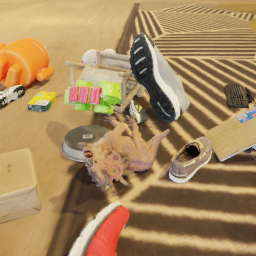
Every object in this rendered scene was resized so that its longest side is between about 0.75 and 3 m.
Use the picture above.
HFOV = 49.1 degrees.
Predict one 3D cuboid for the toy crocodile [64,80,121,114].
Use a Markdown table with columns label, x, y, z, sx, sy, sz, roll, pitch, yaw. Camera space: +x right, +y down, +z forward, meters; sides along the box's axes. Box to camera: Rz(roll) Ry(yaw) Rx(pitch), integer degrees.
| label | x | y | z | sx | sy | sz | roll | pitch | yaw |
| --- | --- | --- | --- | --- | --- | --- | --- | --- | --- |
| toy crocodile | -1.074 | -0.895 | 7.758 | 0.800 | 0.874 | 2.590 | 5 | 2 | -44 |

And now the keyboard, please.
| label | x | y | z | sx | sy | sz | roll | pitch | yaw |
| --- | --- | --- | --- | --- | --- | --- | --- | --- | --- |
| keyboard | 4.243 | -1.334 | 10.608 | 0.978 | 0.372 | 1.879 | 6 | 34 | 9 |

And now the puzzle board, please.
| label | x | y | z | sx | sy | sz | roll | pitch | yaw |
| --- | --- | --- | --- | --- | --- | --- | --- | --- | --- |
| puzzle board | 3.162 | 0.118 | 7.787 | 1.817 | 0.158 | 1.369 | -28 | 29 | 10 |

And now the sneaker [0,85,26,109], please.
| label | x | y | z | sx | sy | sz | roll | pitch | yaw |
| --- | --- | --- | --- | --- | --- | --- | --- | --- | --- |
| sneaker | -4.454 | -1.244 | 10.318 | 0.697 | 0.512 | 1.542 | 15 | 37 | 17 |

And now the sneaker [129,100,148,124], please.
| label | x | y | z | sx | sy | sz | roll | pitch | yaw |
| --- | --- | --- | --- | --- | --- | --- | --- | --- | --- |
| sneaker | 0.352 | -0.539 | 9.374 | 0.493 | 0.434 | 1.165 | -1 | 41 | -13 |

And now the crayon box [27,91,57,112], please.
| label | x | y | z | sx | sy | sz | roll | pitch | yaw |
| --- | --- | --- | --- | --- | --- | --- | --- | --- | --- |
| crayon box | -3.050 | -0.977 | 10.112 | 0.695 | 0.278 | 1.095 | 6 | 34 | 9 |

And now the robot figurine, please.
| label | x | y | z | sx | sy | sz | roll | pitch | yaw |
| --- | --- | --- | --- | --- | --- | --- | --- | --- | --- |
| robot figurine | -4.345 | -2.689 | 11.466 | 2.108 | 1.709 | 2.931 | -6 | 30 | 17 |

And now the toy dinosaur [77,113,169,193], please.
| label | x | y | z | sx | sy | sz | roll | pitch | yaw |
| --- | --- | --- | --- | --- | --- | --- | --- | --- | --- |
| toy dinosaur | -0.042 | 0.675 | 6.841 | 2.803 | 1.203 | 1.899 | 0 | 40 | -31 |

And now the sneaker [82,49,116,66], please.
| label | x | y | z | sx | sy | sz | roll | pitch | yaw |
| --- | --- | --- | --- | --- | --- | --- | --- | --- | --- |
| sneaker | -1.239 | -3.288 | 13.257 | 1.964 | 0.799 | 0.866 | -21 | 36 | -29 |

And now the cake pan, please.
| label | x | y | z | sx | sy | sz | roll | pitch | yaw |
| --- | --- | --- | --- | --- | --- | --- | --- | --- | --- |
| cake pan | -1.133 | 0.370 | 8.001 | 1.560 | 0.286 | 1.560 | 0 | 32 | 0 |

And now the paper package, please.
| label | x | y | z | sx | sy | sz | roll | pitch | yaw |
| --- | --- | --- | --- | --- | --- | --- | --- | --- | --- |
| paper package | -2.720 | 1.259 | 6.161 | 1.410 | 0.765 | 1.479 | -13 | 35 | -20 |

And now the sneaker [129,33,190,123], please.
| label | x | y | z | sx | sy | sz | roll | pitch | yaw |
| --- | --- | --- | --- | --- | --- | --- | --- | --- | --- |
| sneaker | 1.015 | -1.665 | 9.039 | 1.168 | 2.947 | 1.089 | -29 | 5 | -35 |

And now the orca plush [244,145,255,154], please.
| label | x | y | z | sx | sy | sz | roll | pitch | yaw |
| --- | --- | --- | --- | --- | --- | --- | --- | --- | --- |
| orca plush | 3.887 | 0.278 | 7.532 | 1.383 | 0.934 | 2.628 | -3 | 33 | -4 |

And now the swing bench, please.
| label | x | y | z | sx | sy | sz | roll | pitch | yaw |
| --- | --- | --- | --- | --- | --- | --- | --- | --- | --- |
| swing bench | -0.697 | -1.840 | 10.427 | 2.304 | 1.503 | 2.316 | 15 | 30 | 23 |

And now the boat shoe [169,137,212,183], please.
| label | x | y | z | sx | sy | sz | roll | pitch | yaw |
| --- | --- | --- | --- | --- | --- | --- | --- | --- | --- |
| boat shoe | 1.690 | 0.673 | 7.263 | 0.677 | 0.561 | 1.884 | 23 | 39 | 32 |

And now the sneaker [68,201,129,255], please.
| label | x | y | z | sx | sy | sz | roll | pitch | yaw |
| --- | --- | --- | --- | --- | --- | --- | --- | --- | --- |
| sneaker | -0.448 | 2.459 | 4.278 | 1.201 | 1.089 | 2.829 | 20 | 43 | 9 |
